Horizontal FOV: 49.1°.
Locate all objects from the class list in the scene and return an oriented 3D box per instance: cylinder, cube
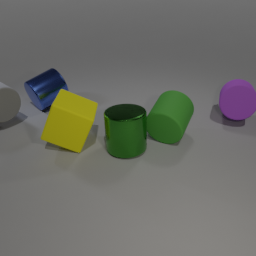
[{"bbox_3d":[-3.589,-1.712,12.366,1.400,1.400,1.400,-36,43,-25],"label":"cylinder"},{"bbox_3d":[4.380,-1.159,11.183,1.400,1.400,1.400,9,20,16],"label":"cylinder"},{"bbox_3d":[1.494,-0.397,10.021,1.400,1.400,1.400,14,46,23],"label":"cylinder"},{"bbox_3d":[-5.121,-1.085,10.770,1.400,1.400,1.400,26,38,32],"label":"cylinder"},{"bbox_3d":[-0.072,0.072,9.411,1.400,1.400,1.400,-2,26,1],"label":"cylinder"},{"bbox_3d":[-1.983,-0.258,9.637,1.400,1.400,1.400,21,27,-11],"label":"cube"}]
